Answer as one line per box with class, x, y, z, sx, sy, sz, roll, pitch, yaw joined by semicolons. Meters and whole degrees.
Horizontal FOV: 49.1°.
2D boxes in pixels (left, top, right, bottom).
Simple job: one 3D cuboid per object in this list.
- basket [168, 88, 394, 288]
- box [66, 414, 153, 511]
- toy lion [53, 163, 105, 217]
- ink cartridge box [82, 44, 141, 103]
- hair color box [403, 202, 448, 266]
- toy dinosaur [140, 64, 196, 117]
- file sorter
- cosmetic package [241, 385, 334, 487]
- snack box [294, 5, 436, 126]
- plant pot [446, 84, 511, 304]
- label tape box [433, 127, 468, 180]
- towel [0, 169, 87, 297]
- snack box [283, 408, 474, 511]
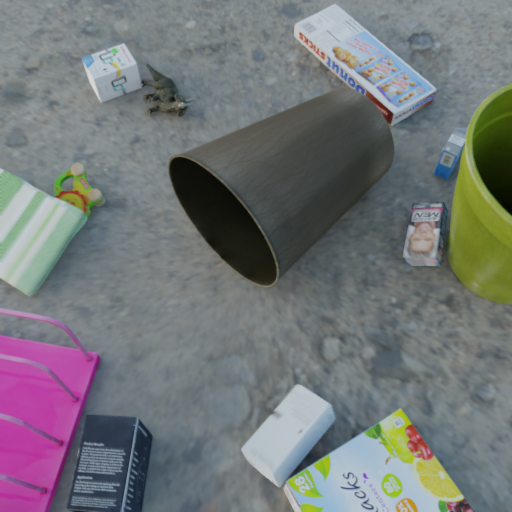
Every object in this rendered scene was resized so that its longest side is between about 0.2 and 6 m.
basket;0.655;-1.426;9.976;3.338;2.270;3.010;-34;54;-21
box;-2.020;3.026;7.963;0.786;1.268;1.246;5;61;3
toy lion;-3.534;-1.119;10.787;1.004;0.360;1.047;-33;78;-11
ink cartridge box;-3.126;-3.980;12.209;0.988;0.721;0.725;-26;65;-14
hair color box;3.101;-0.405;10.227;0.596;0.360;1.191;-1;59;32
toy dinosaur;-1.977;-3.487;12.100;0.871;0.656;1.704;-13;53;-23
file sorter;-3.899;2.360;7.995;2.073;1.871;2.984;9;61;6
cosmetic package;0.497;2.691;8.468;0.686;0.500;1.350;24;58;39
snack box;2.376;-4.374;12.605;1.239;0.419;3.447;-32;65;-16
plant pot;4.469;-0.655;9.033;3.085;2.971;3.085;0;62;0
label tape box;3.959;-2.144;11.176;0.326;0.743;1.031;27;64;17
towel;-4.481;-0.533;10.325;2.315;0.271;1.766;28;78;16
snack box;1.872;3.770;7.794;2.069;0.830;2.454;-26;63;-15
